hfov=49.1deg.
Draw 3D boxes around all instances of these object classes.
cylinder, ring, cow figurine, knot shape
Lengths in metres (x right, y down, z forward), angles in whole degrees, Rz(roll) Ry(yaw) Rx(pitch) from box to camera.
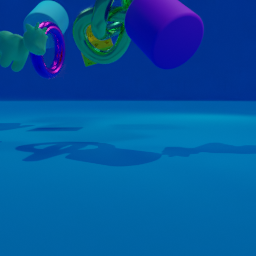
[{"bbox_3d":[-2.989,-3.828,10.345,1.315,1.315,1.315,1,41,5],"label":"cylinder"},{"bbox_3d":[-2.619,-2.563,9.292,0.372,1.862,1.862,10,8,13],"label":"ring"},{"bbox_3d":[0.618,-1.758,4.994,1.043,1.043,1.043,-4,45,-34],"label":"cylinder"},{"bbox_3d":[-2.501,-1.949,6.415,1.288,1.267,0.707,36,8,20],"label":"cow figurine"},{"bbox_3d":[-0.260,-2.178,5.590,1.889,0.873,1.768,-22,-17,0],"label":"knot shape"}]

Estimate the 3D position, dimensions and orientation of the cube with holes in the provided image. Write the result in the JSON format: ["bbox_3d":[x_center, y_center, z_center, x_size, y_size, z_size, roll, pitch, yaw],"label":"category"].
[{"bbox_3d":[-1.075,-2.709,8.948,0.960,0.960,0.960,-18,-10,-6],"label":"cube with holes"}]
